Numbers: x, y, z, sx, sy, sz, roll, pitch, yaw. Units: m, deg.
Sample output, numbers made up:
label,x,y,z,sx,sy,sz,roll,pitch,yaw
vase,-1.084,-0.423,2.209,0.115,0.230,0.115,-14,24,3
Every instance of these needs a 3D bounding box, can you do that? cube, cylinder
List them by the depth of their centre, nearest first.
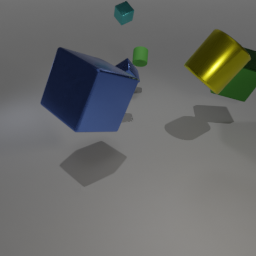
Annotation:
label,x,y,z,sx,sy,sz,roll,pitch,yaw
cube,-0.884,-0.831,6.434,1.400,1.400,1.400,34,20,32
cylinder,2.668,-1.984,8.476,1.400,1.400,1.400,37,17,-13
cube,-0.077,-1.900,9.984,0.700,0.700,0.700,-28,43,21
cube,3.948,-2.062,10.367,1.400,1.400,1.400,14,48,-6
cylinder,0.577,-3.329,13.094,0.700,0.700,0.700,5,-15,1
cube,-0.201,-5.658,13.813,0.700,0.700,0.700,-31,76,-18
